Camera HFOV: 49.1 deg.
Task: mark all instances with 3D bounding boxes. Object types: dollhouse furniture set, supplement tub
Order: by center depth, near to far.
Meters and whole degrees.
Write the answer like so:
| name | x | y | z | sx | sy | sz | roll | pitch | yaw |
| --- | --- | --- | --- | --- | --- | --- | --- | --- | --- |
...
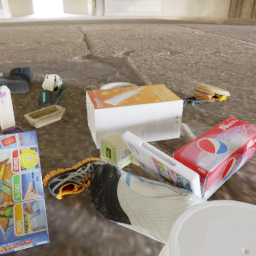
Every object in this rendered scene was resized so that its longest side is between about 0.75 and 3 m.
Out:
| name | x | y | z | sx | sy | sz | roll | pitch | yaw |
| --- | --- | --- | --- | --- | --- | --- | --- | --- | --- |
| supplement tub | 0.994 | 2.004 | 2.859 | 1.557 | 2.148 | 1.557 | 0 | 27 | 0 |
| dollhouse furniture set | -3.416 | -0.883 | 9.198 | 1.770 | 1.585 | 2.234 | 23 | 35 | 38 |

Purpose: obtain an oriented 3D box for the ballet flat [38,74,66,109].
| name | x | y | z | sx | sy | sz | roll | pitch | yaw |
| --- | --- | --- | --- | --- | --- | --- | --- | --- | --- |
| ballet flat | -3.062 | -1.651 | 11.455 | 0.920 | 0.926 | 2.707 | -4 | 27 | -5 |

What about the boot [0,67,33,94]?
| name | x | y | z | sx | sy | sz | roll | pitch | yaw |
| --- | --- | --- | --- | --- | --- | --- | --- | --- | --- |
| boot | -5.423 | -2.307 | 12.865 | 1.916 | 0.763 | 2.324 | 5 | 30 | -17 |

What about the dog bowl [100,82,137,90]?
| name | x | y | z | sx | sy | sz | roll | pitch | yaw |
| --- | --- | --- | --- | --- | --- | --- | --- | --- | --- |
| dog bowl | -0.331 | -1.322 | 11.201 | 1.562 | 0.576 | 1.562 | 0 | 28 | 0 |

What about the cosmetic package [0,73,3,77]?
| name | x | y | z | sx | sy | sz | roll | pitch | yaw |
| --- | --- | --- | --- | --- | --- | --- | --- | --- | --- |
| cosmetic package | -6.458 | -2.171 | 12.916 | 1.288 | 0.581 | 0.688 | -4 | 28 | -15 |

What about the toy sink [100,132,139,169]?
| name | x | y | z | sx | sy | sz | roll | pitch | yaw |
| --- | --- | --- | --- | --- | --- | --- | --- | --- | --- |
| toy sink | -0.217 | 0.628 | 7.262 | 0.997 | 0.650 | 0.558 | 24 | 36 | 37 |

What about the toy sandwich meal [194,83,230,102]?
| name | x | y | z | sx | sy | sz | roll | pitch | yaw |
| --- | --- | --- | --- | --- | --- | --- | --- | --- | --- |
| toy sandwich meal | 3.306 | -1.359 | 11.114 | 1.495 | 0.512 | 1.495 | 14 | 17 | -4 |

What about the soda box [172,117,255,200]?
| name | x | y | z | sx | sy | sz | roll | pitch | yaw |
| --- | --- | --- | --- | --- | --- | --- | --- | --- | --- |
| soda box | 2.203 | 0.625 | 6.812 | 0.963 | 0.872 | 2.749 | 27 | 37 | 36 |

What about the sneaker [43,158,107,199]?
| name | x | y | z | sx | sy | sz | roll | pitch | yaw |
| --- | --- | --- | --- | --- | --- | --- | --- | --- | --- |
| sneaker | -1.110 | 1.168 | 6.392 | 1.515 | 0.593 | 0.585 | -19 | 47 | -27 |

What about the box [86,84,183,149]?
| name | x | y | z | sx | sy | sz | roll | pitch | yaw |
| --- | --- | --- | --- | --- | --- | --- | --- | --- | --- |
| box | 0.136 | -0.435 | 8.659 | 2.601 | 1.268 | 1.618 | -8 | 28 | -15 |

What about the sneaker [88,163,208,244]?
| name | x | y | z | sx | sy | sz | roll | pitch | yaw |
| --- | --- | --- | --- | --- | --- | --- | --- | --- | --- |
| sneaker | 0.347 | 1.465 | 5.452 | 2.979 | 1.071 | 1.080 | 16 | -5 | 40 |

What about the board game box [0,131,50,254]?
| name | x | y | z | sx | sy | sz | roll | pitch | yaw |
| --- | --- | --- | --- | --- | --- | --- | --- | --- | --- |
| board game box | -2.559 | 1.180 | 5.495 | 1.695 | 0.431 | 2.504 | -8 | 48 | -16 |

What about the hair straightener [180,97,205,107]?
| name | x | y | z | sx | sy | sz | roll | pitch | yaw |
| --- | --- | --- | --- | --- | --- | --- | --- | --- | --- |
| hair straightener | 2.359 | -0.930 | 10.781 | 1.799 | 0.368 | 0.692 | -9 | 28 | -26 |

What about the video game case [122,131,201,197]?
| name | x | y | z | sx | sy | sz | roll | pitch | yaw |
| --- | --- | --- | --- | --- | --- | --- | --- | --- | --- |
| video game case | 0.708 | 0.816 | 5.442 | 1.527 | 1.676 | 0.193 | 32 | 75 | 28 |
